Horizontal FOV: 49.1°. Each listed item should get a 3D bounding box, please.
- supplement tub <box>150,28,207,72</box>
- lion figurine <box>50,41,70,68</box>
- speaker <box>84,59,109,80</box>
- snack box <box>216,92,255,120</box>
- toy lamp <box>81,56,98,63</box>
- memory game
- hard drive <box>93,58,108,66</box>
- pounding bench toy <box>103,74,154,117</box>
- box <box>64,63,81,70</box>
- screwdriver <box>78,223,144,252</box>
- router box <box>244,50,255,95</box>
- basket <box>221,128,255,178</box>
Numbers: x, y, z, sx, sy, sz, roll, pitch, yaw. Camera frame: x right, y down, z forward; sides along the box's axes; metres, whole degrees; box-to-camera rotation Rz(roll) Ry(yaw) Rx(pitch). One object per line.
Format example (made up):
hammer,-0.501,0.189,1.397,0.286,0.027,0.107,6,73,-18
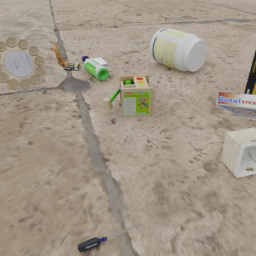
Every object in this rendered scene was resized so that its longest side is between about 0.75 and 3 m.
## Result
supplement tub,2.579,-4.016,14.441,1.834,1.834,2.530,-25,41,-33
lion figurine,-2.309,-2.429,9.315,0.331,0.914,0.560,-34,48,-4
speaker,-1.591,-2.899,13.816,0.709,0.709,1.602,-20,39,-27
snack box,2.837,-0.422,6.447,0.877,0.297,2.440,13,2,35
toy lamp,-2.085,-3.600,15.130,0.413,0.413,1.420,-22,37,-29
memory game,-3.540,-2.081,9.039,1.775,1.775,0.113,-26,5,-33
hard drive,-1.625,-3.599,15.370,0.699,0.141,1.060,-13,35,-19
pounding bench toy,-0.048,-1.310,10.995,1.886,1.171,1.471,-3,34,-5
box,-2.944,-3.238,14.784,0.774,0.190,0.624,2,31,3
screwdriver,-0.347,2.436,6.244,1.563,0.218,0.227,-10,66,-16
router box,5.316,-1.487,9.927,0.692,2.650,2.083,-19,37,-26
basket,3.435,0.694,8.099,1.095,1.105,0.889,-9,29,-14
